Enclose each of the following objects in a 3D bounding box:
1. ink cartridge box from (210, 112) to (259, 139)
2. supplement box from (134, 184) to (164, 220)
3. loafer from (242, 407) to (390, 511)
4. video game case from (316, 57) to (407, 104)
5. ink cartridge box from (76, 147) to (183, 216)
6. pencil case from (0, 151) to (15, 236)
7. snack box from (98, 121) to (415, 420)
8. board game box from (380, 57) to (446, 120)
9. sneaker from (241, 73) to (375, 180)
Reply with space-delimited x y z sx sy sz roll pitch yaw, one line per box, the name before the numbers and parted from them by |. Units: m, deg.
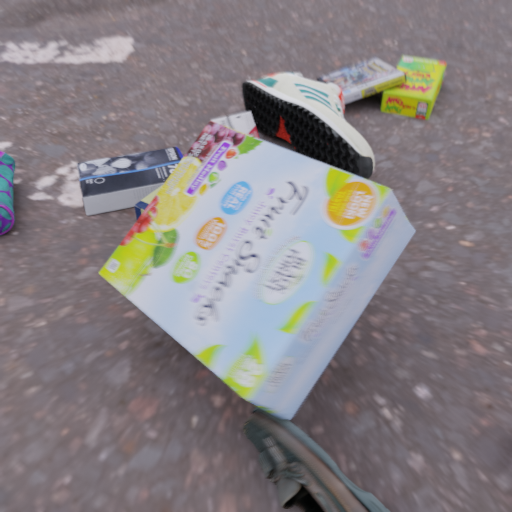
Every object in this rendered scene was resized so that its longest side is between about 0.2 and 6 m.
ink cartridge box | -0.423 -2.212 10.152 0.814 0.337 0.597 -18 89 -21
supplement box | -0.788 -0.480 8.034 1.316 0.884 1.315 25 47 25
loafer | 0.524 2.212 5.195 2.013 0.723 0.633 34 59 32
video game case | 2.164 -3.688 11.722 1.410 0.199 1.561 -20 34 -1
ink cartridge box | -1.823 -1.311 9.335 2.166 0.425 1.077 -12 43 -15
pencil case | -4.123 -1.003 8.729 0.684 0.743 1.607 2 40 -25
snack box | -0.115 -0.026 5.999 2.721 0.921 2.294 30 83 39
board game box | 3.345 -3.574 11.813 0.973 0.456 1.915 15 44 17
sneaker | 1.202 -2.529 10.070 1.601 1.206 3.425 -28 46 -20
